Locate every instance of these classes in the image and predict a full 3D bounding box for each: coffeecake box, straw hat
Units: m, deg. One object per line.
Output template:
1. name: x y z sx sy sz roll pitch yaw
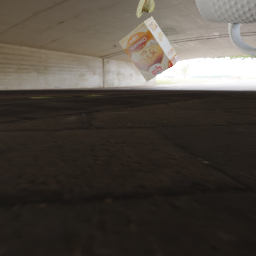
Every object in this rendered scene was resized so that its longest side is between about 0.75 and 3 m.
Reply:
1. coffeecake box: 0.777 -2.812 10.204 1.400 1.824 0.666 -25 18 46
2. straw hat: 0.765 -4.660 10.670 0.459 1.085 1.085 25 15 11

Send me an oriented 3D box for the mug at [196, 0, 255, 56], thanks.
1. mug: 3.001 -2.968 6.063 2.059 2.789 2.445 -24 32 -38
